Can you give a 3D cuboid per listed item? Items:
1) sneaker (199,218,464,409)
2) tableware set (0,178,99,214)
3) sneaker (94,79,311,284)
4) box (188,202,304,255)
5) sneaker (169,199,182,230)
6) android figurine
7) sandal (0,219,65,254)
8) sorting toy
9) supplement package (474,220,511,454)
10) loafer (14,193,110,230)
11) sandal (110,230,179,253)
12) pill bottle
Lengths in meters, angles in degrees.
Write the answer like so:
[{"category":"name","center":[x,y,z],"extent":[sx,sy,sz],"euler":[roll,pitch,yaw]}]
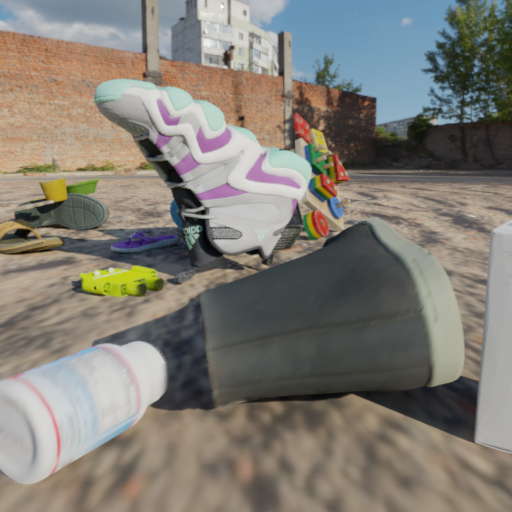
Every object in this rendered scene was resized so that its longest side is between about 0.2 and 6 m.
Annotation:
[{"category":"sneaker","center":[0.419,0.370,5.022],"extent":[1.729,1.218,3.256],"euler":[-9,3,1]},{"category":"tableware set","center":[-6.248,-1.520,14.490],"extent":[4.180,0.641,2.816],"euler":[-6,12,30]},{"category":"sneaker","center":[-0.932,-0.828,8.135],"extent":[3.518,2.461,1.367],"euler":[21,-4,-26]},{"category":"box","center":[-0.352,-1.023,10.848],"extent":[2.116,1.733,0.911],"euler":[-3,-28,-16]},{"category":"sneaker","center":[-0.511,-0.907,12.697],"extent":[2.611,1.038,1.704],"euler":[13,16,16]},{"category":"android figurine","center":[-1.936,0.353,7.894],"extent":[1.218,0.250,1.108],"euler":[8,13,31]},{"category":"sandal","center":[-4.771,-0.418,10.994],"extent":[2.315,0.625,0.930],"euler":[6,12,32]},{"category":"sorting toy","center":[1.684,-1.839,13.289],"extent":[0.617,3.645,1.757],"euler":[-21,-34,29]},{"category":"supplement package","center":[1.998,0.518,3.652],"extent":[0.859,1.434,0.869],"euler":[7,12,33]},{"category":"loafer","center":[-4.843,-1.119,14.270],"extent":[2.544,0.914,0.800],"euler":[0,4,13]},{"category":"sandal","center":[-2.242,-0.339,11.216],"extent":[0.648,0.391,1.593],"euler":[8,13,38]},{"category":"pill bottle","center":[-1.121,0.939,3.661],"extent":[0.616,0.616,1.132],"euler":[6,11,30]}]
